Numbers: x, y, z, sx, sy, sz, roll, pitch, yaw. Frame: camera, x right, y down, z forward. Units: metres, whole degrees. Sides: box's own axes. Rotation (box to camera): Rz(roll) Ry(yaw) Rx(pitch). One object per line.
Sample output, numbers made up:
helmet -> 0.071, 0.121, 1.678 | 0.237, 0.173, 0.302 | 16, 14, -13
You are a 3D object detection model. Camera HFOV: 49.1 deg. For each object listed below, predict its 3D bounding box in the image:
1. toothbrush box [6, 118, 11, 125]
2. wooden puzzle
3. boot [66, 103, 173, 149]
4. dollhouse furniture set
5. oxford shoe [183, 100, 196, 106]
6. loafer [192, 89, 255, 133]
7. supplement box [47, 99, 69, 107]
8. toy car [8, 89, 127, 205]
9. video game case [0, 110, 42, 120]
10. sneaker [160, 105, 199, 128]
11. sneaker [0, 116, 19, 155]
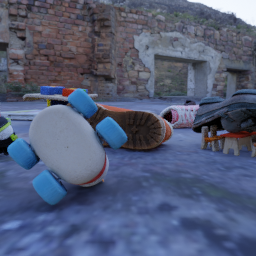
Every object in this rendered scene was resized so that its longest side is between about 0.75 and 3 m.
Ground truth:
toothbrush box -> -3.688, -0.042, 7.460 | 0.681, 0.403, 0.936 | 1, 8, 13
wooden puzzle -> -2.266, -1.200, 9.755 | 2.093, 0.485, 1.939 | 2, 9, 7
boot -> -0.233, -0.034, 5.899 | 2.385, 0.895, 1.279 | 11, 6, 25
dollhouse furniture set -> 2.157, 0.099, 5.179 | 1.234, 0.636, 1.221 | 6, 9, 44
oxford shoe -> 3.208, -1.052, 14.480 | 0.792, 0.807, 2.224 | 0, 7, -1
loafer -> 1.926, -0.146, 5.110 | 0.847, 0.741, 2.357 | 33, -5, -11
supplement box -> -2.484, -0.612, 10.353 | 0.869, 0.874, 1.596 | -2, 8, -20
toy car -> -0.545, 0.293, 3.061 | 0.902, 0.940, 1.020 | 44, -11, 22
video game case -> -3.934, -0.609, 12.775 | 2.653, 0.321, 2.914 | 2, 7, 17
sneaker -> 1.904, -0.351, 8.688 | 1.982, 0.746, 1.036 | -3, 2, 28
sneaker -> -2.280, 0.283, 4.722 | 1.400, 0.580, 0.502 | -21, 23, 45
